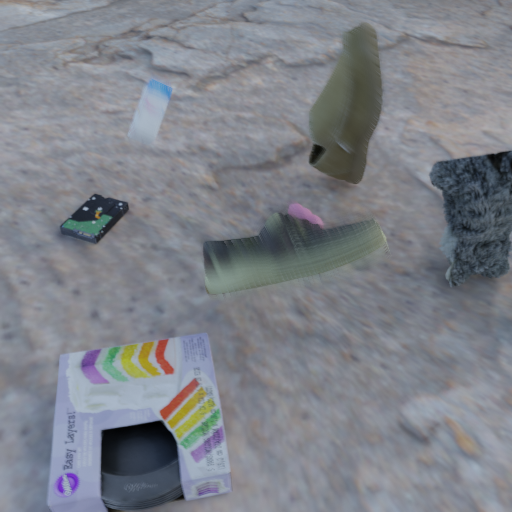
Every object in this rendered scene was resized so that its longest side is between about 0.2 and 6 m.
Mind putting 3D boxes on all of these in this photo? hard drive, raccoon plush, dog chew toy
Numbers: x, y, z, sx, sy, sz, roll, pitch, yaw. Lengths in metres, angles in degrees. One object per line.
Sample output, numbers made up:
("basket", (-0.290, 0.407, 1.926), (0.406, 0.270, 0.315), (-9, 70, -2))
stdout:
("hard drive", (-2.987, -0.702, 10.414), (0.781, 0.212, 1.118), (15, 43, 16))
("raccoon plush", (3.437, -0.465, 8.221), (1.469, 2.035, 3.037), (-5, 4, 10))
("dog chew toy", (0.852, -0.650, 10.050), (0.444, 0.444, 0.713), (-32, 71, -30))

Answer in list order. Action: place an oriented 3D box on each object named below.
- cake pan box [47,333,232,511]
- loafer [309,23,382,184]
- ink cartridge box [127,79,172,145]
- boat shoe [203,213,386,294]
("cake pan box", (-1.459, 2.094, 7.049), (2.066, 0.587, 2.243), (-8, 43, -6))
("loafer", (1.520, -2.509, 10.017), (1.146, 3.397, 1.292), (1, 55, 3))
("ink cartridge box", (-1.756, -2.351, 9.226), (0.384, 0.908, 0.656), (19, -5, -21))
("boat shoe", (0.369, -0.142, 8.012), (2.888, 0.949, 1.032), (-16, 4, 32))
